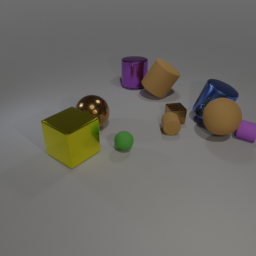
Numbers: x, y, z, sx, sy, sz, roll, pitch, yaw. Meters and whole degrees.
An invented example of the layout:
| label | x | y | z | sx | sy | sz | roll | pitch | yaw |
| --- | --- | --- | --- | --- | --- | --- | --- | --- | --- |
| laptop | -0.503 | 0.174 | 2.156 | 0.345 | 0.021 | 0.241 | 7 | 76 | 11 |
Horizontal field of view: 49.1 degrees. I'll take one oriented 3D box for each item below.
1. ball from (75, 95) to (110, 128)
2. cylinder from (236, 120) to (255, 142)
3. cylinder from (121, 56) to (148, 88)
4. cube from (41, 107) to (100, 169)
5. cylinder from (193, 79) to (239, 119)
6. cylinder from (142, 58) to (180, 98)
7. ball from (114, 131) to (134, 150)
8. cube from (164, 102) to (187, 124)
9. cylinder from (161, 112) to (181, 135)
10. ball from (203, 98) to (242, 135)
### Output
| label | x | y | z | sx | sy | sz | roll | pitch | yaw |
| --- | --- | --- | --- | --- | --- | --- | --- | --- | --- |
| ball | -1.444 | -0.641 | 11.313 | 1.400 | 1.400 | 1.400 | 0 | 32 | 0 |
| cylinder | 4.599 | 0.102 | 10.735 | 0.700 | 0.700 | 0.700 | 19 | 37 | 25 |
| cylinder | 0.350 | -2.996 | 14.972 | 1.400 | 1.400 | 1.400 | 0 | 27 | 0 |
| cube | -1.963 | 0.288 | 9.794 | 1.400 | 1.400 | 1.400 | 24 | 39 | 33 |
| cylinder | 3.639 | -1.115 | 11.713 | 1.400 | 1.400 | 1.400 | 16 | 33 | -11 |
| cylinder | 1.604 | -2.441 | 13.752 | 1.400 | 1.400 | 1.400 | 27 | 28 | -16 |
| ball | -0.144 | 0.451 | 10.073 | 0.700 | 0.700 | 0.700 | 0 | 32 | 0 |
| cube | 1.998 | -0.600 | 11.867 | 0.700 | 0.700 | 0.700 | -6 | 32 | -15 |
| cylinder | 1.713 | -0.176 | 11.202 | 0.700 | 0.700 | 0.700 | 0 | 32 | -1 |
| ball | 3.507 | -0.428 | 10.458 | 1.400 | 1.400 | 1.400 | 0 | 32 | 0 |
